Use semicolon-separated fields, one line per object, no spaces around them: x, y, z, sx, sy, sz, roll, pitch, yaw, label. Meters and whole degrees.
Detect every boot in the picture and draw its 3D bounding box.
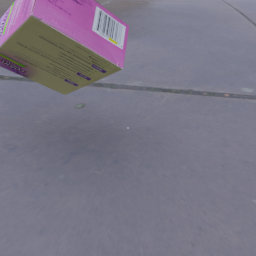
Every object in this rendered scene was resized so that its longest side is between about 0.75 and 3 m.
-0.780;-3.334;8.058;1.436;0.461;1.338;34;21;5;boot

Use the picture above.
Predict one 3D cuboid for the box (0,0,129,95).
-1.761;-2.133;7.031;2.363;1.299;2.686;22;-24;-38;box
